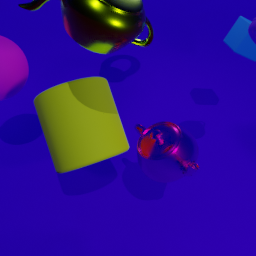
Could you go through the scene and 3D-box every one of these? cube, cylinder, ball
[{"bbox_3d":[3.006,-2.237,7.034,0.716,0.716,0.716,16,35,-21],"label":"cube"},{"bbox_3d":[-0.822,-0.043,5.046,1.362,1.362,1.362,-18,-2,-1],"label":"cylinder"},{"bbox_3d":[-2.674,-1.192,5.592,1.302,1.302,1.302,0,39,0],"label":"ball"}]

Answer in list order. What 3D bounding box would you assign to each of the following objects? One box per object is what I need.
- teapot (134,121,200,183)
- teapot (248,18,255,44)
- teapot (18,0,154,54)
[{"bbox_3d":[0.657,0.373,4.819,1.100,0.866,1.768,-43,42,-8],"label":"teapot"},{"bbox_3d":[2.402,-1.546,4.504,1.371,0.671,0.852,-29,15,-40],"label":"teapot"},{"bbox_3d":[-0.385,-1.332,3.308,1.653,0.809,1.028,12,51,-27],"label":"teapot"}]
